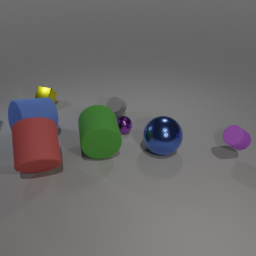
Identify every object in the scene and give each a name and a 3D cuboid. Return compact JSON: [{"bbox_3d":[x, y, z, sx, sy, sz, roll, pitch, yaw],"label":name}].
[{"bbox_3d":[-1.015,0.126,9.889,1.400,1.400,1.400,-6,39,-10],"label":"cylinder"},{"bbox_3d":[-0.489,-0.983,12.313,0.700,0.700,0.700,11,-1,18],"label":"cylinder"},{"bbox_3d":[-3.605,-0.412,10.634,1.400,1.400,1.400,-10,30,-42],"label":"cylinder"},{"bbox_3d":[-3.860,-1.491,13.188,0.700,0.700,0.700,11,-8,12],"label":"cube"},{"bbox_3d":[-2.920,0.572,8.930,1.400,1.400,1.400,-8,68,-13],"label":"cylinder"},{"bbox_3d":[-0.174,-0.142,11.291,0.700,0.700,0.700,0,31,0],"label":"ball"},{"bbox_3d":[1.244,0.268,9.962,1.400,1.400,1.400,0,31,0],"label":"ball"},{"bbox_3d":[3.656,0.325,9.400,0.700,0.700,0.700,23,11,-42],"label":"cylinder"}]
